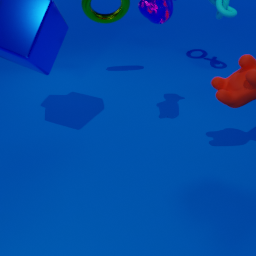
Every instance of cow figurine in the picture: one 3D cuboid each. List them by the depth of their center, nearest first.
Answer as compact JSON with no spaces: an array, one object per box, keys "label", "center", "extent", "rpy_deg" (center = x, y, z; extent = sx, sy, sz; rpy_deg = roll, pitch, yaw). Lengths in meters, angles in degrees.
[{"label":"cow figurine","center":[0.677,-2.696,5.835],"extent":[0.774,1.387,1.409],"rpy_deg":[-14,72,27]},{"label":"cow figurine","center":[2.759,-0.887,5.914],"extent":[1.540,1.566,0.859],"rpy_deg":[23,45,-34]}]

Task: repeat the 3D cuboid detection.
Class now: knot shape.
[{"label":"knot shape","center":[3.303,-4.240,9.726],"extent":[0.590,1.277,1.195],"rpy_deg":[-30,59,14]}]

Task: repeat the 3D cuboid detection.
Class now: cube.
[{"label":"cube","center":[-2.356,-2.190,6.340],"extent":[1.354,1.354,1.354],"rpy_deg":[22,-2,3]}]

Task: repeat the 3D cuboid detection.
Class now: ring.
[{"label":"ring","center":[-0.713,-4.010,9.041],"extent":[1.593,1.593,0.319],"rpy_deg":[-5,67,-6]}]
